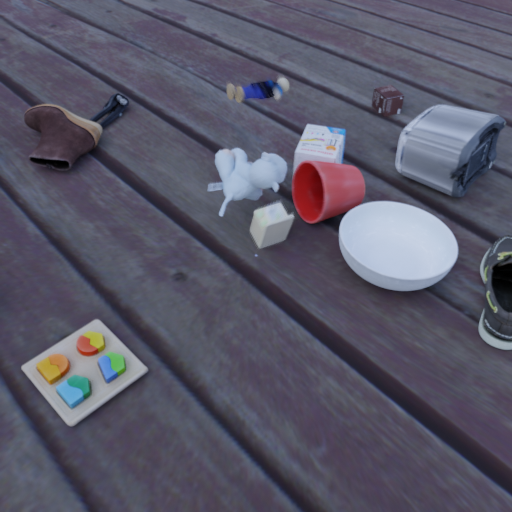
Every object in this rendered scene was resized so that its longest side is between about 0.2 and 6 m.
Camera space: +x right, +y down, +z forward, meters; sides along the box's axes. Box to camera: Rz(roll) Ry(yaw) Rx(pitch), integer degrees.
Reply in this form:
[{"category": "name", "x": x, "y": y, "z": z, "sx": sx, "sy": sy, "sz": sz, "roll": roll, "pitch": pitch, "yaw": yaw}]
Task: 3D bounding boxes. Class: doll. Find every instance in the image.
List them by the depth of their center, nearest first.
[{"category": "doll", "x": 0.119, "y": -3.134, "z": 10.593, "sx": 1.293, "sy": 0.313, "sz": 0.882, "roll": -21, "pitch": 37, "yaw": -35}]

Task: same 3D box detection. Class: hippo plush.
[{"category": "hippo plush", "x": -0.111, "y": -1.707, "z": 11.092, "sx": 1.233, "sy": 1.221, "sz": 1.533, "roll": -21, "pitch": 6, "yaw": 37}]

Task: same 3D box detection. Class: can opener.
[{"category": "can opener", "x": -3.889, "y": -3.767, "z": 14.832, "sx": 0.513, "sy": 0.636, "sz": 1.618, "roll": 38, "pitch": 46, "yaw": -17}]

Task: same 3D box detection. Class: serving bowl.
[{"category": "serving bowl", "x": 2.593, "y": -0.096, "z": 10.548, "sx": 2.183, "sy": 0.718, "sz": 2.183, "roll": 3, "pitch": 44, "yaw": -2}]

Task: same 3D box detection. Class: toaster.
[{"category": "toaster", "x": 4.271, "y": -2.375, "z": 12.549, "sx": 1.654, "sy": 1.455, "sz": 2.560, "roll": 27, "pitch": 49, "yaw": 31}]

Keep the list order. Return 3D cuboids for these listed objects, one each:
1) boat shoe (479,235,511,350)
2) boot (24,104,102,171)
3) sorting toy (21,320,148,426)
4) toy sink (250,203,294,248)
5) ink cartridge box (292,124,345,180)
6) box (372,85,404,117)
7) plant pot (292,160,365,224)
[{"category": "boat shoe", "x": 4.531, "y": 0.433, "z": 9.943, "sx": 0.951, "sy": 0.803, "sz": 2.667, "roll": 14, "pitch": 44, "yaw": 14}, {"category": "boot", "x": -5.011, "y": -2.870, "z": 13.529, "sx": 2.184, "sy": 0.790, "sz": 1.816, "roll": 14, "pitch": 43, "yaw": 10}, {"category": "sorting toy", "x": -2.734, "y": 1.759, "z": 8.894, "sx": 1.558, "sy": 0.284, "sz": 1.442, "roll": 34, "pitch": 52, "yaw": 31}, {"category": "toy sink", "x": 0.288, "y": -0.650, "z": 10.944, "sx": 0.601, "sy": 0.922, "sz": 0.517, "roll": -20, "pitch": 68, "yaw": -18}, {"category": "ink cartridge box", "x": 1.437, "y": -2.236, "z": 12.741, "sx": 0.939, "sy": 0.922, "sz": 1.275, "roll": 11, "pitch": 44, "yaw": 12}, {"category": "box", "x": 3.558, "y": -4.202, "z": 15.154, "sx": 0.549, "sy": 0.554, "sz": 0.668, "roll": -15, "pitch": 45, "yaw": -16}, {"category": "plant pot", "x": 1.542, "y": -1.380, "z": 11.677, "sx": 1.141, "sy": 1.290, "sz": 1.290, "roll": -10, "pitch": 42, "yaw": -28}]
